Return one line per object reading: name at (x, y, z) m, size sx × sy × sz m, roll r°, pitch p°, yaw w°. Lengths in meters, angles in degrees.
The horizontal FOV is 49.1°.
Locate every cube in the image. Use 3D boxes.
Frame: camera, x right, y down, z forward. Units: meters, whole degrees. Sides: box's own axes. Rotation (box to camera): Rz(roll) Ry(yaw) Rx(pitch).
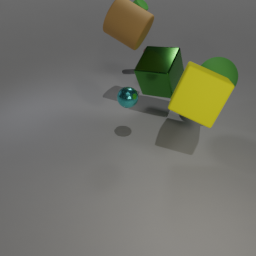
cube at (2.191, -1.067, 8.590) m, size 1.400 × 1.400 × 1.400 m, roll 25°, pitch 22°, yaw 4°
cube at (1.267, -2.188, 10.977) m, size 1.400 × 1.400 × 1.400 m, roll 12°, pitch 60°, yaw 27°

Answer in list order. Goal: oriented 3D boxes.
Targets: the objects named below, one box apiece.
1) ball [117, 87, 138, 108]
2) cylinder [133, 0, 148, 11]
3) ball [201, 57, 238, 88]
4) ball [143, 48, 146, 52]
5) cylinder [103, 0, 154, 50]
ball at (-0.013, -1.003, 9.180) m, size 0.700 × 0.700 × 0.700 m, roll 0°, pitch 33°, yaw 0°
cylinder at (0.451, -5.436, 12.775) m, size 0.700 × 0.700 × 0.700 m, roll 24°, pitch 48°, yaw -30°
ball at (3.137, -1.788, 9.876) m, size 1.400 × 1.400 × 1.400 m, roll 0°, pitch 33°, yaw 0°
ball at (1.086, -3.644, 13.676) m, size 0.700 × 0.700 × 0.700 m, roll 0°, pitch 33°, yaw 0°
cylinder at (0.018, -3.809, 10.243) m, size 1.400 × 1.400 × 1.400 m, roll 32°, pitch 38°, yaw 2°
